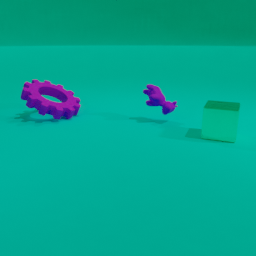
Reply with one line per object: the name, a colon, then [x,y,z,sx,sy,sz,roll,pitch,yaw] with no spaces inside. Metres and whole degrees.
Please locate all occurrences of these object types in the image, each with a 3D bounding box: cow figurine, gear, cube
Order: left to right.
gear: [-2.581,-0.993,9.483,1.933,0.358,1.933,22,26,-11]
cow figurine: [1.031,-0.896,8.832,0.990,0.552,1.006,6,53,-27]
cube: [2.503,-0.203,7.553,0.882,0.882,0.882,7,19,21]
